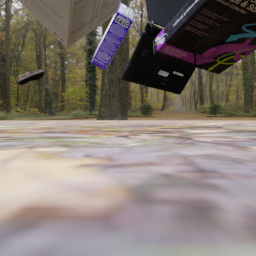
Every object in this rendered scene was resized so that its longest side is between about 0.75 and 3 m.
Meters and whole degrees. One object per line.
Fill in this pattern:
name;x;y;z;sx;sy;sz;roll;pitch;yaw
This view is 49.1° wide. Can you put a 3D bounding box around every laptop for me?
laptop;1.153;-2.857;9.095;2.551;2.878;1.487;8;31;-34

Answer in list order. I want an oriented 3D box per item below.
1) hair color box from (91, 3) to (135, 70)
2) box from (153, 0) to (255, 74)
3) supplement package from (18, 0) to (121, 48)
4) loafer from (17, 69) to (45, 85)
hair color box;-0.527;-3.183;9.830;0.662;2.041;1.116;27;35;-15
box;2.106;-2.179;5.785;2.025;0.511;2.833;10;-24;-24
supplement package;-1.184;-3.166;4.970;1.647;2.141;2.239;-45;-2;-23
loafer;-3.072;-1.676;8.823;0.904;0.321;0.330;-25;-19;-22
